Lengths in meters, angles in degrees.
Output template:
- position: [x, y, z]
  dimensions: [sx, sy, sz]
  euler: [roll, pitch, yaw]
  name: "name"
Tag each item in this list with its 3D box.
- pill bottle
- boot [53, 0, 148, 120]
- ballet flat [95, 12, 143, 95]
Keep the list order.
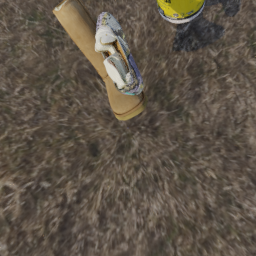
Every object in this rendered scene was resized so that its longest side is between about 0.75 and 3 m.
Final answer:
- position: [1.339, -4.104, 7.388]
  dimensions: [1.417, 2.521, 1.417]
  euler: [-4, 72, 13]
  name: "pill bottle"
- position: [-0.643, -1.526, 5.975]
  dimensions: [0.814, 2.461, 2.155]
  euler: [-33, 29, 7]
  name: "boot"
- position: [-0.258, -1.334, 4.965]
  dimensions: [0.598, 0.598, 1.662]
  euler: [-24, 85, -9]
  name: "ballet flat"
